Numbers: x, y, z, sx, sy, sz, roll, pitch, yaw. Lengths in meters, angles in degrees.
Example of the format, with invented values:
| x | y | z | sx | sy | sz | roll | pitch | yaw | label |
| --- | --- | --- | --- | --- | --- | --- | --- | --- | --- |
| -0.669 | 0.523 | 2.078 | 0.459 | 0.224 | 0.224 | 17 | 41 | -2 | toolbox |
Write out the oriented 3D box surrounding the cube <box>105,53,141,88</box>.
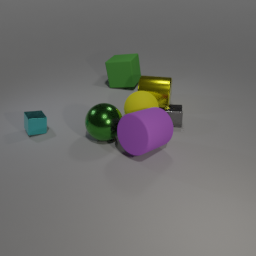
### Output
| x | y | z | sx | sy | sz | roll | pitch | yaw | label |
| --- | --- | --- | --- | --- | --- | --- | --- | --- | --- |
| -0.213 | -3.037 | 14.802 | 1.400 | 1.400 | 1.400 | 1 | 29 | 20 | cube |

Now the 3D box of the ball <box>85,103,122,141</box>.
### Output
| x | y | z | sx | sy | sz | roll | pitch | yaw | label |
| --- | --- | --- | --- | --- | --- | --- | --- | --- | --- |
| -0.876 | -0.217 | 10.284 | 1.400 | 1.400 | 1.400 | 0 | 31 | 0 | ball |

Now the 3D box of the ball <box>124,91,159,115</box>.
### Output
| x | y | z | sx | sy | sz | roll | pitch | yaw | label |
| --- | --- | --- | --- | --- | --- | --- | --- | --- | --- |
| 0.535 | -0.791 | 11.270 | 1.400 | 1.400 | 1.400 | 0 | 31 | 0 | ball |

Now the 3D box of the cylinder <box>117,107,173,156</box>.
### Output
| x | y | z | sx | sy | sz | roll | pitch | yaw | label |
| --- | --- | --- | --- | --- | --- | --- | --- | --- | --- |
| 0.591 | 0.085 | 9.510 | 1.400 | 1.400 | 1.400 | 25 | 28 | 35 | cylinder |

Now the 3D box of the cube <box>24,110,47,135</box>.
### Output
| x | y | z | sx | sy | sz | roll | pitch | yaw | label |
| --- | --- | --- | --- | --- | --- | --- | --- | --- | --- |
| -3.591 | -0.209 | 10.850 | 0.700 | 0.700 | 0.700 | -8 | 30 | -32 | cube |

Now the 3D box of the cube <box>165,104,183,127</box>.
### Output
| x | y | z | sx | sy | sz | roll | pitch | yaw | label |
| --- | --- | --- | --- | --- | --- | --- | --- | --- | --- |
| 1.853 | -0.505 | 11.442 | 0.700 | 0.700 | 0.700 | 2 | 30 | 6 | cube |

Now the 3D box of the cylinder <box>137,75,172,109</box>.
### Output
| x | y | z | sx | sy | sz | roll | pitch | yaw | label |
| --- | --- | --- | --- | --- | --- | --- | --- | --- | --- |
| 1.220 | -1.622 | 12.627 | 1.400 | 1.400 | 1.400 | 6 | 31 | 11 | cylinder |
